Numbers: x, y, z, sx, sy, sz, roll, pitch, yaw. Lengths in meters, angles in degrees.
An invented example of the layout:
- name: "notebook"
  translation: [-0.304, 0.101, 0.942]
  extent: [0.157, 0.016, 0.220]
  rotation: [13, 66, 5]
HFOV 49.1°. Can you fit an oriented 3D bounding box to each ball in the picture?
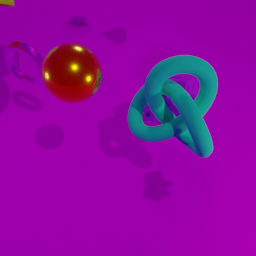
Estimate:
- name: "ball"
  translation: [-0.787, -0.770, 3.963]
  extent: [0.838, 0.838, 0.838]
  rotation: [0, 58, 0]

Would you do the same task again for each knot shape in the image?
- name: "knot shape"
  translation: [0.770, -0.360, 5.486]
  extent: [1.889, 2.019, 0.933]
  rotation: [2, 24, 41]

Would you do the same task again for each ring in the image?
- name: "ring"
  translation: [-2.391, -1.482, 6.545]
  extent: [1.138, 1.138, 0.228]
  rotation: [19, 46, 11]

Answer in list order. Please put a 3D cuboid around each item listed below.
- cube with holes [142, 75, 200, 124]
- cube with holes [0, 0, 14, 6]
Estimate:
- name: "cube with holes"
  translation: [1.059, -0.717, 6.868]
  extent: [1.051, 1.051, 1.051]
  rotation: [12, 19, 29]
- name: "cube with holes"
  translation: [-3.377, -3.338, 6.040]
  extent: [1.166, 1.166, 1.166]
  rotation: [11, 19, 23]
